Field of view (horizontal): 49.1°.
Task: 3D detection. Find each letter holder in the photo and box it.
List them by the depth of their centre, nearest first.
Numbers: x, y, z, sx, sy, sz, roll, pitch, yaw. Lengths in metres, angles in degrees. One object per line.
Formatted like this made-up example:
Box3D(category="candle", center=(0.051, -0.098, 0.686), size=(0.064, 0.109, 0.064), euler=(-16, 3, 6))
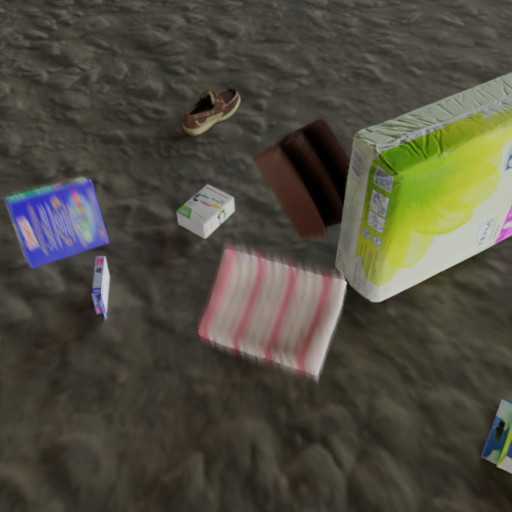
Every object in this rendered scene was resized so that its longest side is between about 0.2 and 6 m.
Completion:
Box3D(category="letter holder", center=(0.995, -1.282, 9.628), size=(0.876, 1.238, 1.742), euler=(-40, 105, -30))

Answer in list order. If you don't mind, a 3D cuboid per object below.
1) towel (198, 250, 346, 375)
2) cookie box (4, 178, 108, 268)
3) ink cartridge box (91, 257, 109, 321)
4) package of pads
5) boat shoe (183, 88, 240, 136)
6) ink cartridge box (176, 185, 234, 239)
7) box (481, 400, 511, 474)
Box3D(category="towel", center=(0.156, 0.605, 6.335), size=(1.500, 0.224, 1.098), euler=(15, 83, 20))
Box3D(category="cookie box", center=(-3.311, -0.579, 9.339), size=(1.344, 1.149, 0.505), euler=(-21, 20, -27))
Box3D(category="ink cartridge box", center=(-2.610, 0.547, 9.393), size=(0.201, 0.572, 0.958), euler=(-4, 50, -8))
Box3D(category="package of pads", center=(3.163, -1.099, 9.267), size=(3.814, 2.946, 1.301), euler=(-23, 50, -20))
Box3D(category="boat shoe", center=(-1.008, -3.438, 12.762), size=(0.640, 0.639, 1.775), euler=(33, 57, 25))
Box3D(category="ink cartridge box", center=(-0.956, -0.862, 10.717), size=(0.679, 0.394, 0.937), euler=(29, 55, 22))
Box3D(category="box", center=(4.147, 2.721, 7.643), size=(1.773, 0.422, 1.081), euler=(26, 53, 20))
